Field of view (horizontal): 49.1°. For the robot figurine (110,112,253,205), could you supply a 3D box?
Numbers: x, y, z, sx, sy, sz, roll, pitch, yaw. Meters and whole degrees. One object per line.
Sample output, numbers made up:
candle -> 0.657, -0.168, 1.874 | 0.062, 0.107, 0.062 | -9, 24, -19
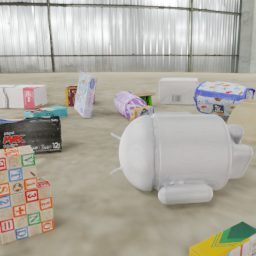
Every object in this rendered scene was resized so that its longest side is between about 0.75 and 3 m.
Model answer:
robot figurine -> 0.899, 0.451, 5.112 | 2.447, 1.382, 2.075 | 0, 41, 0

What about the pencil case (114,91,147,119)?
pencil case -> 0.078, -0.923, 11.631 | 1.011, 0.993, 2.366 | 39, 4, -18

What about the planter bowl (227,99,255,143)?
planter bowl -> 3.908, -0.288, 8.641 | 1.655, 1.114, 1.655 | 1, 14, 0

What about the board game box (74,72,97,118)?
board game box -> -1.802, -1.428, 11.725 | 0.344, 1.667, 1.671 | 6, 15, -25

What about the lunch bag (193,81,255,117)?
lunch bag -> 3.718, -1.117, 10.824 | 1.872, 1.363, 2.202 | 13, 7, 29

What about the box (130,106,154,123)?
box -> 0.522, -0.375, 9.816 | 0.245, 0.702, 1.180 | 10, 17, 36

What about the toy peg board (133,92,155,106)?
toy peg board -> 0.402, -1.263, 13.796 | 1.424, 0.696, 1.418 | -10, 1, -38

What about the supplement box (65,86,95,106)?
supplement box -> -2.477, -1.709, 14.693 | 1.352, 0.910, 1.371 | 0, 14, -1

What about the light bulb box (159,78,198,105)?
light bulb box -> 2.766, -2.047, 15.252 | 2.033, 1.280, 2.051 | 3, 14, 12

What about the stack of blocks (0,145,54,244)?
stack of blocks -> -1.429, 0.871, 3.817 | 0.691, 1.199, 0.351 | -9, 16, -27

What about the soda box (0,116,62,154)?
soda box -> -2.943, 0.207, 7.136 | 2.425, 0.858, 0.768 | -4, 14, -15

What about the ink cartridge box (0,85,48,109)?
ink cartridge box -> -5.529, -1.592, 13.987 | 2.449, 1.039, 1.784 | -1, 14, 4

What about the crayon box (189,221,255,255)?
crayon box -> 0.931, 1.417, 2.841 | 0.984, 0.619, 0.254 | -9, 17, -32

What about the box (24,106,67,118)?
box -> -3.263, -0.566, 11.204 | 0.657, 0.392, 1.597 | 11, 18, 37
